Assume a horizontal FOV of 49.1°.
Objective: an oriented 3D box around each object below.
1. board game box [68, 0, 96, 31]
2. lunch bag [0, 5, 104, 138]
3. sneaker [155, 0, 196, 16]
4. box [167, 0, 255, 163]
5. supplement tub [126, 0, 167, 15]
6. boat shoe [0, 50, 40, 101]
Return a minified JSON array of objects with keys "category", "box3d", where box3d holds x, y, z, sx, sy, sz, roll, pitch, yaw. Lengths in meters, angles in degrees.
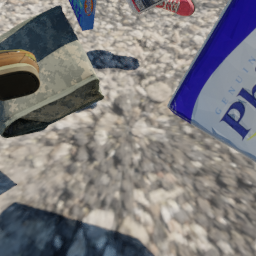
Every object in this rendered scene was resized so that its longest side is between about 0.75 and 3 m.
[{"category":"board game box","box3d":[-0.730,-2.167,4.350,0.230,1.024,0.779,-18,72,-18]},{"category":"lunch bag","box3d":[-1.663,-0.905,5.061,1.982,1.165,1.625,-27,77,-6]},{"category":"sneaker","box3d":[1.134,-3.680,8.248,1.704,0.628,0.739,31,53,14]},{"category":"box","box3d":[2.125,-0.599,3.661,2.480,1.301,2.281,31,101,5]},{"category":"supplement tub","box3d":[0.503,-3.161,6.411,1.067,0.749,0.749,-19,48,23]},{"category":"boat shoe","box3d":[-1.860,-0.577,3.277,1.597,0.574,0.543,-9,53,-16]}]
